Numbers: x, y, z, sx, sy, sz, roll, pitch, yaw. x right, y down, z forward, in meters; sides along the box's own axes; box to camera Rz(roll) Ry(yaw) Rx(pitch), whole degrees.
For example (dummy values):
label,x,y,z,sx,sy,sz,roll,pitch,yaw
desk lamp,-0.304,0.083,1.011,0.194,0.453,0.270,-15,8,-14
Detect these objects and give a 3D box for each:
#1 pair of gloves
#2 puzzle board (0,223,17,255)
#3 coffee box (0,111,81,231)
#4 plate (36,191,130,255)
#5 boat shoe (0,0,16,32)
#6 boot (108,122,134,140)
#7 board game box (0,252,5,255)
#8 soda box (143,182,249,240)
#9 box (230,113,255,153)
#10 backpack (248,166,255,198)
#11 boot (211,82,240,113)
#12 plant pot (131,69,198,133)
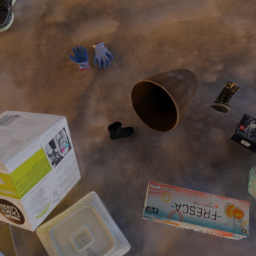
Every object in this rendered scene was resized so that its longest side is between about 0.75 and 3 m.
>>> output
label,x,y,z,sx,sy,sz,roll,pitch,yaw
pair of gloves,-1.359,-2.607,10.234,1.529,0.174,1.229,-15,62,-9
puzzle board,-3.598,3.180,7.265,1.262,0.110,0.951,-22,66,-10
coffee box,-2.637,0.919,6.774,1.959,1.940,1.962,7,33,24
plate,-1.192,2.882,7.307,1.879,0.304,1.883,-32,68,-16
boat shoe,-5.017,-4.908,11.048,0.925,0.819,2.526,-4,63,-2
boot,-0.198,0.044,8.550,0.841,0.706,0.321,-18,64,-10
board game box,-2.853,3.972,6.331,1.851,0.896,1.475,30,67,11
soda box,1.742,2.182,7.366,2.622,0.834,0.897,11,63,7
box,3.770,0.157,8.620,0.904,0.470,0.823,31,66,15
backpack,3.830,1.448,7.656,1.171,1.039,0.881,-34,45,-11
boot,3.027,-0.949,8.584,0.456,1.246,0.938,34,96,4
plant pot,1.335,-1.073,8.742,1.741,1.741,1.863,39,54,18
